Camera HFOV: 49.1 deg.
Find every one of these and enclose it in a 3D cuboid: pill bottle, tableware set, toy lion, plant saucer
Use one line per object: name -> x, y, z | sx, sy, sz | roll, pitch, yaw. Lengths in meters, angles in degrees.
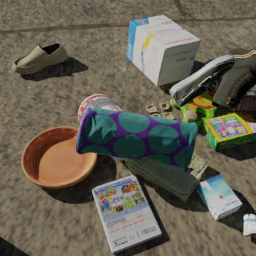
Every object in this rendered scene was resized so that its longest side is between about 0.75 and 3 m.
pill bottle -> -0.668, -0.076, 9.946 | 1.530, 1.530, 2.640 | -22, 35, -18
tableware set -> 1.356, -0.666, 11.815 | 1.006, 0.140, 1.205 | -10, 49, -9
toy lion -> 2.951, -0.957, 11.799 | 1.994, 0.714, 2.080 | -4, 50, -15
plant saucer -> 4.481, -2.860, 13.658 | 1.543, 0.297, 1.543 | 1, 48, -1
plant saucer -> -2.405, 1.061, 10.053 | 2.637, 0.494, 2.637 | 1, 48, -1

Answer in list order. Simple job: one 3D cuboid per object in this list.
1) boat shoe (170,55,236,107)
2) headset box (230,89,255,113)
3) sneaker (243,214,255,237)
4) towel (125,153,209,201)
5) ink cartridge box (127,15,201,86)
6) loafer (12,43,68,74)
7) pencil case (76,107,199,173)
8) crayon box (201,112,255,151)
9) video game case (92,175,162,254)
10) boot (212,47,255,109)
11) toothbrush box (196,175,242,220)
boat shoe -> 2.049, -1.196, 7.372 | 1.876, 0.663, 0.597 | -32, 66, 10
headset box -> 4.682, -1.163, 11.334 | 1.871, 0.723, 1.392 | 2, 21, -11
sneaker -> 4.237, 3.197, 8.139 | 1.779, 0.667, 0.771 | 13, 56, 22
towel -> 1.367, 1.235, 9.853 | 2.535, 0.463, 1.881 | 28, 54, 20
ink cartridge box -> 1.540, -3.663, 13.121 | 2.023, 1.987, 2.748 | -20, 51, -26
loafer -> -4.372, -3.524, 13.794 | 2.813, 0.960, 1.064 | -27, 54, -22
pencil case -> 0.209, 0.264, 6.589 | 2.751, 1.271, 1.171 | 9, 56, -5
crayon box -> 4.012, 0.074, 10.866 | 1.952, 0.569, 1.159 | -13, 50, -11
video game case -> -0.100, 2.619, 8.866 | 1.572, 0.198, 2.195 | -16, 51, -13
boot -> 3.731, -1.342, 8.576 | 1.121, 2.001, 2.893 | 19, 10, -10
toothbrush box -> 2.902, 2.219, 9.016 | 0.861, 0.502, 1.176 | -17, 52, -14
